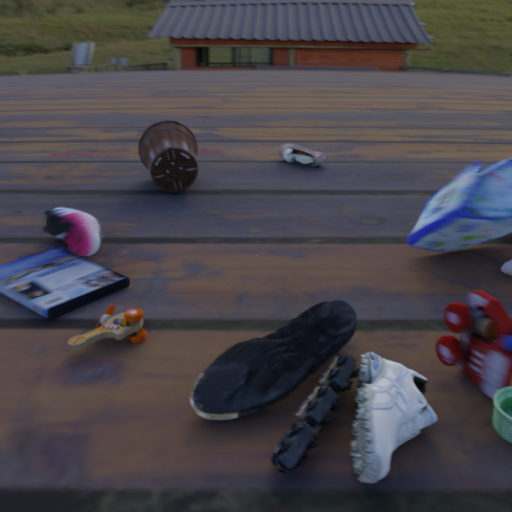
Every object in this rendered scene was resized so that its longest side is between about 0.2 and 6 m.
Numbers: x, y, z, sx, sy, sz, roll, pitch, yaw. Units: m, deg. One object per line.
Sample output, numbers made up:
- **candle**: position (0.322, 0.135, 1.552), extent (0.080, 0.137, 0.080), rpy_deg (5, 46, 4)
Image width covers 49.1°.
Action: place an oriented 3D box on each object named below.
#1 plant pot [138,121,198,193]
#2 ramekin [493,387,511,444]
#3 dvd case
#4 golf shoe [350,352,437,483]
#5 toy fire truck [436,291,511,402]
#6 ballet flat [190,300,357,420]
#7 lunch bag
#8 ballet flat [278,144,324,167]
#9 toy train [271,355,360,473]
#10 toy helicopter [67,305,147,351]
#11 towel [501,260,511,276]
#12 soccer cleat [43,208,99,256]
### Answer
- **plant pot**: position (-2.384, -2.705, 15.656), extent (1.720, 1.720, 1.702), rpy_deg (-5, 31, -12)
- **ramekin**: position (3.147, 1.899, 6.546), extent (0.752, 0.367, 0.752), rpy_deg (0, 24, 0)
- **dvd case**: position (-3.664, 0.422, 10.146), extent (2.310, 0.203, 1.648), rpy_deg (18, 28, 35)
- **golf shoe**: position (1.592, 1.798, 6.374), extent (0.964, 0.776, 1.983), rpy_deg (11, 26, 10)
- **toy fire truck**: position (2.969, 1.128, 7.249), extent (0.683, 1.217, 1.022), rpy_deg (-4, 24, -22)
- **ballet flat**: position (0.334, 1.440, 7.491), extent (2.802, 0.796, 0.931), rpy_deg (-24, 61, -34)
- **lunch bag**: position (4.247, -0.904, 10.893), extent (2.232, 1.422, 1.898), rpy_deg (-23, -11, -21)
- **ballet flat**: position (1.342, -3.231, 18.062), extent (1.770, 0.603, 0.595), rpy_deg (15, 33, 34)
- **toy train**: position (0.739, 1.815, 6.663), extent (0.352, 0.473, 2.064), rpy_deg (44, 38, 6)
- **toy helicopter**: position (-2.259, 1.090, 8.337), extent (1.167, 0.460, 0.771), rpy_deg (-22, 30, -34)
- **towel**: position (5.331, 0.215, 10.601), extent (1.238, 0.213, 0.820), rpy_deg (-18, 28, -34)
- **soccer cleat**: position (-3.582, -0.571, 11.586), extent (0.979, 0.792, 2.267), rpy_deg (-1, 17, -40)
